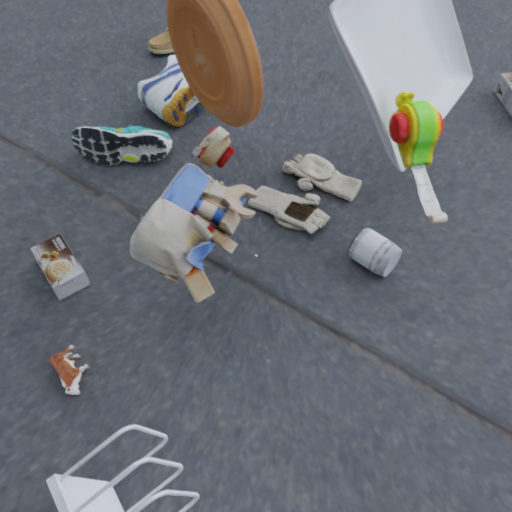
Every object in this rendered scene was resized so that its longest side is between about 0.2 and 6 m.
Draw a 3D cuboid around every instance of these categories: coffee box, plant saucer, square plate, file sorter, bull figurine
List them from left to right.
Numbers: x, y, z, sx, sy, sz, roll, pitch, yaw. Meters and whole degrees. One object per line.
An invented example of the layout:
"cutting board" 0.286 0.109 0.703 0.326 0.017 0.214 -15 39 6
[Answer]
"coffee box" -3.640 0.198 10.398 0.628 0.437 1.097 -29 59 -20
"bull figurine" -3.069 1.887 9.254 0.521 0.279 0.857 -33 61 -24
"file sorter" -1.409 3.439 7.166 1.285 1.432 2.064 -37 60 -2
"plant saucer" -0.803 -3.431 9.428 0.433 2.685 2.685 -30 59 -20
"square plate" 2.512 -3.487 9.476 0.429 3.014 2.986 7 49 48
"coffee box" 6.333 -3.720 13.234 0.782 0.545 1.368 -9 54 -6

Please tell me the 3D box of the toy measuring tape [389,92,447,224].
"toy measuring tape" 2.632 -1.669 8.778 0.847 0.847 2.301 -9 69 -7

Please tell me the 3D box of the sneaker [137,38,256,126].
"sneaker" -1.396 -4.527 13.397 1.472 1.257 3.341 34 60 22

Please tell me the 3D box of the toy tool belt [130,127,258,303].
"toy tool belt" -0.715 -0.599 8.336 1.436 1.459 2.336 36 78 -8

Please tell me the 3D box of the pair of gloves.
"pair of gloves" 1.041 -1.364 11.616 1.712 0.353 2.014 32 59 22

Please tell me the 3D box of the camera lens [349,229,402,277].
"camera lens" 2.205 -0.072 10.460 0.824 0.659 0.659 36 61 24

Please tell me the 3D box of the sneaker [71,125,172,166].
"sneaker" -2.934 -2.482 12.321 2.166 0.839 0.863 5 33 -1

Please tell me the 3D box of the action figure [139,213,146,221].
"action figure" -1.869 -0.771 11.195 1.033 0.358 0.672 -40 70 -22

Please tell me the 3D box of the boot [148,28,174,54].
"boot" -2.036 -6.142 14.459 1.872 1.455 0.681 -30 59 -20
